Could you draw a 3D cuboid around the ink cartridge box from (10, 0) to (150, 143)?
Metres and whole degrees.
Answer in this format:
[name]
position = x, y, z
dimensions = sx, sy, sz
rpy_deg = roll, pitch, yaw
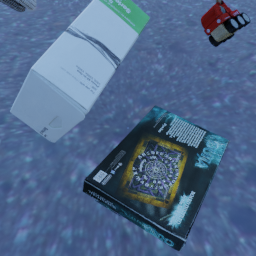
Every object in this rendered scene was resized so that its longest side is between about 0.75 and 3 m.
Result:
[ink cartridge box]
position = -0.546, -0.719, 3.231
dimensions = 0.651, 1.131, 1.550
rpy_deg = 38, 57, -15

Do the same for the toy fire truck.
[toy fire truck]
position = 2.030, -2.625, 6.171
dimensions = 1.115, 0.815, 1.266
rpy_deg = -35, 87, -41

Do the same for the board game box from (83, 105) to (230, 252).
[board game box]
position = 0.502, 0.487, 3.808
dimensions = 1.322, 0.275, 1.954
rpy_deg = 28, 43, 16

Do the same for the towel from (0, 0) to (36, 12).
[towel]
position = -2.850, -3.722, 6.591
dimensions = 0.715, 1.670, 1.383
rpy_deg = -11, 9, 5
